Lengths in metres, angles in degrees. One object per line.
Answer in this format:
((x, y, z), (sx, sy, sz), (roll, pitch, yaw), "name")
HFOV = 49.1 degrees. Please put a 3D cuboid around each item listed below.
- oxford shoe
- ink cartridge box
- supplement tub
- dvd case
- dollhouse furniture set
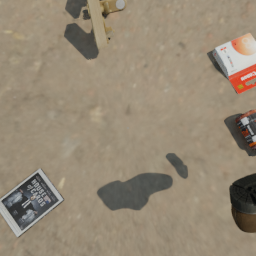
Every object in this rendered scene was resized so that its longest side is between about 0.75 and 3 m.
((2.389, 0.987, 4.017), (1.973, 0.717, 0.833), (-13, 114, -3), "oxford shoe")
((3.506, -1.975, 8.498), (1.270, 0.393, 1.566), (-25, 73, -7), "ink cartridge box")
((3.546, 0.133, 7.735), (0.651, 0.651, 1.217), (-24, 75, -7), "supplement tub")
((-2.608, 1.961, 7.443), (1.475, 0.182, 1.108), (-39, 78, -10), "dvd case")
((-0.435, -3.627, 8.275), (1.498, 1.748, 1.838), (-13, 38, -4), "dollhouse furniture set")
